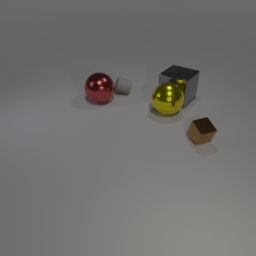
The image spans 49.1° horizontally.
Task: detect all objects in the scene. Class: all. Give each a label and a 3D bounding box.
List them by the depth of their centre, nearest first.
[{"bbox_3d":[2.748,0.126,10.452,0.700,0.700,0.700,-13,54,-19],"label":"cube"},{"bbox_3d":[1.714,-1.272,12.129,1.400,1.400,1.400,0,33,0],"label":"ball"},{"bbox_3d":[-1.319,-1.871,12.997,1.400,1.400,1.400,0,33,0],"label":"ball"},{"bbox_3d":[2.366,-1.979,13.167,1.400,1.400,1.400,21,39,29],"label":"cube"},{"bbox_3d":[-0.235,-2.108,13.831,0.700,0.700,0.700,17,31,-14],"label":"cylinder"}]
